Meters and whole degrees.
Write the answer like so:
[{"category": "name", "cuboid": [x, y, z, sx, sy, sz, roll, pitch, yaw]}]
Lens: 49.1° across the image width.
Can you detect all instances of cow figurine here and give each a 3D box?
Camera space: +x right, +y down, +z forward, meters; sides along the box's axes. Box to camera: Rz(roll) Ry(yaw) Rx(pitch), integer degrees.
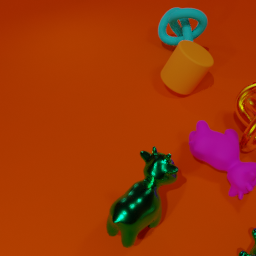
[{"category": "cow figurine", "cuboid": [0.288, 1.249, 5.339, 0.890, 1.596, 1.622, 25, 33, 34]}, {"category": "cow figurine", "cuboid": [2.610, 2.299, 4.938, 1.144, 0.628, 1.125, -44, 99, -23]}, {"category": "cow figurine", "cuboid": [2.123, 0.700, 6.285, 1.629, 0.894, 1.603, 18, 43, -6]}]

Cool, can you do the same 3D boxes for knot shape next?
[{"category": "knot shape", "cuboid": [1.829, -3.035, 9.108, 0.840, 1.702, 1.819, -38, 24, -18]}, {"category": "knot shape", "cuboid": [3.000, -0.240, 6.411, 0.788, 1.595, 1.705, 0, 94, 8]}]

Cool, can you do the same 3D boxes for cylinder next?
[{"category": "cylinder", "cuboid": [1.670, -1.723, 8.023, 1.111, 1.111, 1.111, 16, 45, -17]}]
